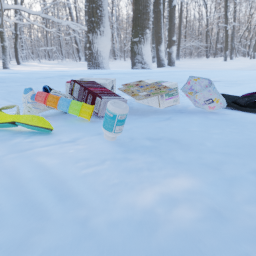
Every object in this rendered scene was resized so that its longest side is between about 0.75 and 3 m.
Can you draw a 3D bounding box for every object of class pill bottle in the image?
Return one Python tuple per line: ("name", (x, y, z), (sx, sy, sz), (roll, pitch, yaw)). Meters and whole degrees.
("pill bottle", (-0.306, -0.149, 6.247), (0.481, 0.869, 0.481), (14, 28, -7))

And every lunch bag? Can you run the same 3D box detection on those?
("lunch bag", (2.605, -1.140, 9.549), (1.088, 0.816, 1.283), (41, -10, -36))

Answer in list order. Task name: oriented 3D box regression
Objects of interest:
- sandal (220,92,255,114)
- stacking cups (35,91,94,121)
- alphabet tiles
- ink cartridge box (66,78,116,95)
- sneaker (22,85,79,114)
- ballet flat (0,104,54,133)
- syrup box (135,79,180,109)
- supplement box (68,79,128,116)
("sandal", (4.306, -1.018, 10.173), (2.672, 0.639, 1.004), (20, 33, 40))
("stacking cups", (-1.896, -0.733, 8.448), (1.732, 0.524, 0.524), (20, 14, -2))
("alphabet tiles", (0.560, -1.398, 9.885), (1.504, 0.068, 1.799), (-17, 29, -23))
("ink cartridge box", (-1.493, -1.597, 11.937), (1.686, 0.968, 2.322), (3, 15, 6))
("sneaker", (-2.448, -0.998, 9.665), (0.929, 0.937, 2.584), (8, 10, 31))
("ballet flat", (-2.785, -0.278, 7.248), (1.939, 0.650, 0.648), (4, -11, 17))
("syrup box", (1.081, -1.425, 11.320), (0.865, 0.895, 2.197), (-18, 19, -22))
("supplement box", (-1.062, -1.062, 9.552), (1.057, 0.592, 1.943), (-5, 30, -44))
